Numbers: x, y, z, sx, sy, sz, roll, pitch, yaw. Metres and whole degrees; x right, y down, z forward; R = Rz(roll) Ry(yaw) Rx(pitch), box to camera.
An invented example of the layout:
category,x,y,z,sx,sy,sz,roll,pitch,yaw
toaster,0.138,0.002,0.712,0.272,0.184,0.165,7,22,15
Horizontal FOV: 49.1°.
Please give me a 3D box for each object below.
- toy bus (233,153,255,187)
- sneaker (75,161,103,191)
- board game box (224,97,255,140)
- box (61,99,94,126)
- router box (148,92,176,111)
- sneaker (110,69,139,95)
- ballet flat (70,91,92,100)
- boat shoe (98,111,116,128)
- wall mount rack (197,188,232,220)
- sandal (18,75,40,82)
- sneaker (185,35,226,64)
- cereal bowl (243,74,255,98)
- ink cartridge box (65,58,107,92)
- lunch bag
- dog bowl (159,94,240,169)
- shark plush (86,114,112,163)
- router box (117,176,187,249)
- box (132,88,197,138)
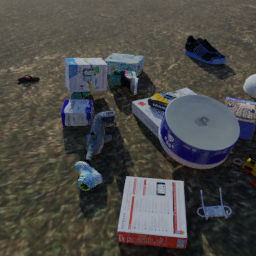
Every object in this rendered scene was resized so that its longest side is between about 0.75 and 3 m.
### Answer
category,x,y,z,sx,sy,sz,roll,pitch,yaw
toy bus,4.321,1.163,8.956,1.434,0.741,1.353,-1,36,-2
sneaker,-1.425,1.507,8.729,1.141,0.454,0.745,26,42,32
board game box,4.364,-0.409,11.106,1.286,0.781,1.613,14,39,19
box,-2.070,-0.653,11.584,1.207,0.633,1.110,-1,35,-1
router box,1.520,-1.043,11.419,1.159,0.296,0.864,24,42,30
sneaker,-0.207,-2.248,13.528,1.329,0.920,2.201,0,27,-8
ballet flat,-2.299,-1.572,13.032,0.550,0.550,1.583,17,32,22
boat shoe,-0.785,-0.341,10.963,0.653,0.604,1.770,-8,3,-15
wall mount rack,2.400,2.141,7.848,0.950,0.354,0.826,-4,42,2
sandal,-5.210,-2.623,14.665,1.104,0.249,0.415,-4,36,-6
sneaker,4.615,-4.705,16.811,1.017,1.130,2.900,-28,44,-34
cereal bowl,6.680,-2.099,13.446,2.006,0.835,2.006,-1,36,0
ink cartridge box,-1.917,-2.441,12.769,1.712,1.256,1.250,-5,28,-19
lunch bag,-0.157,-3.466,15.354,2.130,0.821,1.709,11,35,15
dog bowl,2.435,0.060,9.717,2.604,1.025,2.604,4,49,-5
shark plush,-1.292,0.419,9.868,0.962,0.882,2.117,11,37,15
router box,0.690,2.226,7.694,1.728,0.470,1.925,4,36,6
box,1.936,-0.727,11.730,2.852,0.587,2.223,-16,38,-22
